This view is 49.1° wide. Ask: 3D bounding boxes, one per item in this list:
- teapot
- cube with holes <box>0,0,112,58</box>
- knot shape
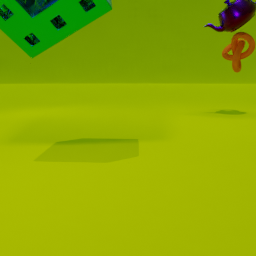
[{"bbox_3d":[3.451,-3.760,9.199,1.963,0.961,1.221,-38,11,15],"label":"teapot"},{"bbox_3d":[-1.175,-2.106,3.700,1.365,1.365,1.365,-23,-42,20],"label":"cube with holes"},{"bbox_3d":[3.980,-2.680,10.175,0.652,1.321,1.412,4,-2,-10],"label":"knot shape"}]
